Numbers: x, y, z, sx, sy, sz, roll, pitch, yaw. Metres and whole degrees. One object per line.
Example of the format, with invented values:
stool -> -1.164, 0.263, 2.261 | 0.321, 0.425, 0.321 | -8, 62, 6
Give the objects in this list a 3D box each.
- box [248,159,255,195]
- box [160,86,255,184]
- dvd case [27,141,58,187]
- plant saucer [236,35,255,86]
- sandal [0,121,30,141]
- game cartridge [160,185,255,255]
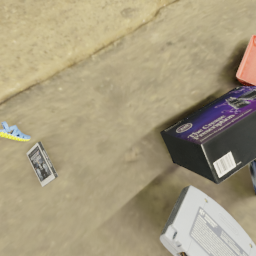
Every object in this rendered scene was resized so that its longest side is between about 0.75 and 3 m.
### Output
box -> 3.475, 1.222, 6.755 | 0.812, 1.306, 1.317 | -15, 94, 14
box -> 2.593, -0.002, 7.198 | 2.855, 2.015, 1.126 | -30, 103, -14
dvd case -> -2.283, 0.965, 7.411 | 0.128, 0.778, 1.036 | -21, 79, -48
plant saucer -> 4.718, -1.784, 8.908 | 2.288, 0.421, 2.292 | 26, 60, 9
sandal -> -3.227, 0.113, 7.900 | 1.001, 0.398, 0.436 | 22, 75, -37
game cartridge -> 1.949, 2.601, 6.164 | 2.588, 0.537, 1.723 | 46, 39, -2
